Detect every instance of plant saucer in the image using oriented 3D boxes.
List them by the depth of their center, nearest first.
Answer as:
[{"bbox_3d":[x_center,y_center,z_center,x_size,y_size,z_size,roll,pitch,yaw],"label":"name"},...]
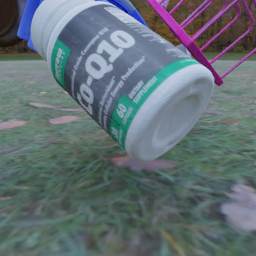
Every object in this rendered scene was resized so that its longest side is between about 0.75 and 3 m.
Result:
[{"bbox_3d":[-3.021,-2.698,5.858,2.166,2.166,0.396,1,34,2],"label":"plant saucer"}]

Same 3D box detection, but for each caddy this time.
[{"bbox_3d":[-0.511,-1.761,5.173,2.970,1.559,2.099,20,13,-38],"label":"caddy"}]

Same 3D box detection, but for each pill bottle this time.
[{"bbox_3d":[-0.174,-0.696,3.252,1.176,1.176,2.080,-17,50,-44],"label":"pill bottle"}]

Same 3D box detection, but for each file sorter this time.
[{"bbox_3d":[1.656,-2.387,6.037,1.567,1.414,2.255,31,27,-45],"label":"file sorter"}]

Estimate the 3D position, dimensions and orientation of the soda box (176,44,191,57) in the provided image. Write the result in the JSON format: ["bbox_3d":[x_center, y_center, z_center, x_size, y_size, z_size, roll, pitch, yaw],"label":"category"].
[{"bbox_3d":[0.926,-1.762,8.172,1.844,0.629,0.585,-17,-13,23],"label":"soda box"}]

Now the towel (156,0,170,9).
[{"bbox_3d":[0.640,-3.433,6.648,1.053,0.773,0.125,39,42,20],"label":"towel"}]
